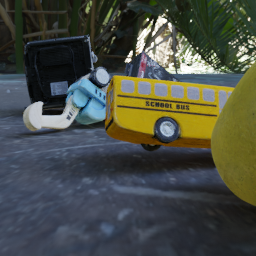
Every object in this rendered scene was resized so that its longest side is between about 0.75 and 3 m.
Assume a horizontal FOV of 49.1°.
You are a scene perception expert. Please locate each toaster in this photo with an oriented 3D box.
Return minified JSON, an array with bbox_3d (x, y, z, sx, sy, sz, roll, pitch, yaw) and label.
[{"bbox_3d":[-2.297,-1.772,9.640,2.547,2.303,1.512,-7,2,0],"label":"toaster"}]

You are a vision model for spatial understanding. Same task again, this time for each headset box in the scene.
[{"bbox_3d":[0.679,-1.211,7.989,1.822,0.703,1.356,32,44,-22],"label":"headset box"}]

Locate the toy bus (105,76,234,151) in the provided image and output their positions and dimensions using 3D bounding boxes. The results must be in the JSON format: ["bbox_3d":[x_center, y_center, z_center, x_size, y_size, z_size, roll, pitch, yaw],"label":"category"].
[{"bbox_3d":[1.013,-0.165,4.855,2.740,1.073,0.892,3,-15,-13],"label":"toy bus"}]

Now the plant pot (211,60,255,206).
[{"bbox_3d":[1.884,0.114,3.049,2.230,2.230,1.583,-11,-17,-39],"label":"plant pot"}]

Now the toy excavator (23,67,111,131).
[{"bbox_3d":[-1.308,-0.556,7.462,2.228,2.292,1.145,36,-30,-29],"label":"toy excavator"}]
